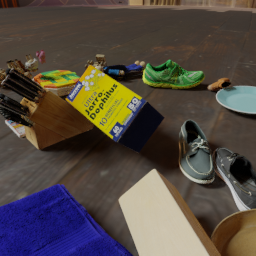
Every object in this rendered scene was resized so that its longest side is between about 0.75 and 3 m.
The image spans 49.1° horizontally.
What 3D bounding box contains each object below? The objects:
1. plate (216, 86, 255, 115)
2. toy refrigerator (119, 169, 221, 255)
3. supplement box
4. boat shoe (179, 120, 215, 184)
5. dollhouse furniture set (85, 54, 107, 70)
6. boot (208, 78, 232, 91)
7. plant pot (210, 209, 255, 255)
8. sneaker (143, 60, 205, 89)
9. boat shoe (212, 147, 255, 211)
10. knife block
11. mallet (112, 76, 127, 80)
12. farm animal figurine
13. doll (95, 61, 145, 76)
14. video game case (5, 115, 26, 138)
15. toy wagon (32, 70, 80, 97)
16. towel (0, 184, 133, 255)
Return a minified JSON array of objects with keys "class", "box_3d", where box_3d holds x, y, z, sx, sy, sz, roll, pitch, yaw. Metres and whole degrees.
[{"class":"plate","box_3d":[4.670,-1.032,10.860,2.446,0.313,2.446,-2,31,1]},{"class":"toy refrigerator","box_3d":[0.804,1.973,4.669,0.999,0.921,2.632,-42,32,6]},{"class":"supplement box","box_3d":[-0.401,-0.567,8.088,2.406,1.310,1.318,37,2,34]},{"class":"boat shoe","box_3d":[1.823,0.564,7.661,0.859,0.729,2.359,1,29,1]},{"class":"dollhouse furniture set","box_3d":[-1.557,-3.202,14.721,0.996,0.755,1.137,10,53,17]},{"class":"boot","box_3d":[4.136,-1.929,12.058,1.179,0.452,0.916,-16,5,-19]},{"class":"plant pot","box_3d":[2.711,2.462,4.650,2.711,0.373,2.711,0,28,0]},{"class":"sneaker","box_3d":[2.081,-2.426,12.562,2.795,1.168,1.035,1,28,1]},{"class":"boat shoe","box_3d":[2.661,1.036,6.757,0.831,0.787,2.376,0,29,0]},{"class":"knife block","box_3d":[-2.393,-0.773,8.257,2.833,2.487,0.906,-23,38,-35]},{"class":"mallet","box_3d":[-0.409,-2.496,13.768,0.788,0.162,0.259,12,31,27]},{"class":"farm animal figurine","box_3d":[-4.690,-2.467,12.437,2.340,1.177,1.890,-7,20,38]},{"class":"doll","box_3d":[-0.501,-2.897,13.954,2.586,0.627,1.764,-14,21,-26]},{"class":"video game case","box_3d":[-3.475,-0.119,9.518,0.942,0.115,1.317,-23,37,-34]},{"class":"toy wagon","box_3d":[-3.310,-2.090,12.568,2.268,0.578,2.924,-18,34,-29]},{"class":"towel","box_3d":[-1.239,2.034,4.761,2.076,0.697,2.812,-12,30,-43]}]
